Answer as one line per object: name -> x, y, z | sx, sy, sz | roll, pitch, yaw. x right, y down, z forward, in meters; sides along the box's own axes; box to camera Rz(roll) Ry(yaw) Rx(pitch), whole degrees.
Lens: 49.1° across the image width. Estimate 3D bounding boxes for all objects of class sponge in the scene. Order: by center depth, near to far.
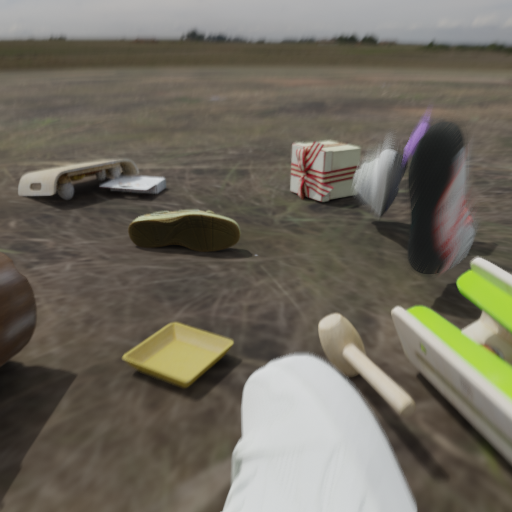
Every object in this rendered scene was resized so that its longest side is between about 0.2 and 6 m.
sponge -> 2.852, -1.701, 9.105 | 0.934, 0.521, 0.139 | 31, 6, -34

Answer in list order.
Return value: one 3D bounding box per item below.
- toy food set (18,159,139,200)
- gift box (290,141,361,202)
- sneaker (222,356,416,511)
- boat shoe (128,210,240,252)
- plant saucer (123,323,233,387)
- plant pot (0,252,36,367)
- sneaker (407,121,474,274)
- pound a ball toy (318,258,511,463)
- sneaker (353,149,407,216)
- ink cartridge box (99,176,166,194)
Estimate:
toy food set -> -3.887, -1.658, 12.313 | 1.540, 0.648, 2.146 | 4, 19, 42
gift box -> 1.457, -1.836, 11.814 | 1.221, 1.207, 1.308 | -13, 20, -32
sneaker -> -0.138, 1.749, 3.220 | 1.955, 1.246, 3.383 | -2, 24, -13
boat shoe -> -1.151, -0.470, 9.277 | 1.873, 0.683, 0.589 | -2, 26, 13
plant saucer -> -0.830, 1.100, 6.090 | 0.882, 0.214, 0.882 | 13, 27, 28
plant pot -> -3.152, 0.714, 5.288 | 1.770, 1.770, 1.752 | 6, 16, 14
sneaker -> 2.503, -0.745, 7.452 | 0.651, 1.949, 1.044 | 9, 8, 38
pound a ball toy -> 1.976, 1.213, 5.025 | 1.799, 1.172, 2.759 | -31, 29, -5
sneaker -> 2.039, -1.297, 9.600 | 0.811, 1.863, 0.694 | 35, 76, 14
ink cartridge box -> -2.685, -1.501, 12.242 | 1.136, 0.247, 0.986 | 6, 24, 14
